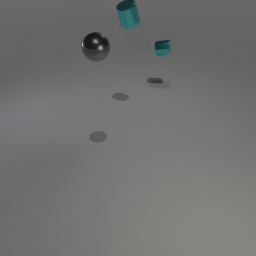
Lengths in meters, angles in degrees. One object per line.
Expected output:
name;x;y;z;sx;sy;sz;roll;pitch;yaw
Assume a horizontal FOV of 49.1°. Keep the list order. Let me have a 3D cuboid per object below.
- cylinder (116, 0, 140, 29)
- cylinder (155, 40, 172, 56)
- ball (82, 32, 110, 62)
cylinder;0.014;-3.909;9.620;0.700;0.700;0.700;-9;49;11
cylinder;1.683;-3.818;13.359;0.700;0.700;0.700;-1;32;18
ball;-0.783;-1.978;6.850;0.700;0.700;0.700;0;33;0
